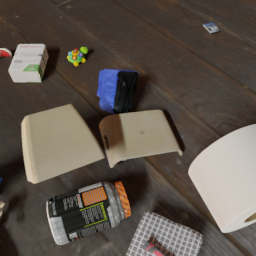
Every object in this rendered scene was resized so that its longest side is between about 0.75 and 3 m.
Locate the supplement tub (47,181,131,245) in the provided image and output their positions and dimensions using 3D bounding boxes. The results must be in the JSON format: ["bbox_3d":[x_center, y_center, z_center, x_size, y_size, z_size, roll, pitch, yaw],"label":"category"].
[{"bbox_3d":[-1.198,2.566,8.772,2.382,1.460,1.460,-15,55,-11],"label":"supplement tub"}]

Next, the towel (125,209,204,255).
[{"bbox_3d":[0.931,3.842,8.106,1.995,1.031,2.409,20,57,15],"label":"towel"}]

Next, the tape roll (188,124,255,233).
[{"bbox_3d":[3.635,1.580,8.551,2.975,2.975,2.043,-17,56,-12],"label":"tape roll"}]

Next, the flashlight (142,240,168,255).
[{"bbox_3d":[0.796,3.470,7.706,0.852,0.289,0.288,35,93,21],"label":"flashlight"}]

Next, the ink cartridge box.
[{"bbox_3d":[-4.652,-3.085,13.269,1.355,0.782,1.855,1,54,1],"label":"ink cartridge box"}]

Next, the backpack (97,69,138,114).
[{"bbox_3d":[-0.472,-1.489,11.489,1.497,1.784,1.450,16,18,41],"label":"backpack"}]

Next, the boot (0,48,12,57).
[{"bbox_3d":[-6.417,-3.560,13.859,1.199,0.434,0.865,14,55,20],"label":"boot"}]

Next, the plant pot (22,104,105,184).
[{"bbox_3d":[-2.378,0.443,9.193,2.234,2.236,1.980,-18,90,-26],"label":"plant pot"}]

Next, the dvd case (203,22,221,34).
[{"bbox_3d":[4.641,-5.524,15.481,0.621,0.076,0.871,-17,56,-13],"label":"dvd case"}]

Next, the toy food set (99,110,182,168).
[{"bbox_3d":[0.473,0.408,10.840,2.826,0.854,2.028,-8,54,-16],"label":"toy food set"}]

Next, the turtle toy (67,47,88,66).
[{"bbox_3d":[-2.455,-3.593,13.774,1.122,0.567,0.817,-35,61,-22],"label":"turtle toy"}]

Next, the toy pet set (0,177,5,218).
[{"bbox_3d":[-5.180,2.297,8.976,2.366,1.256,2.209,25,45,-23],"label":"toy pet set"}]
